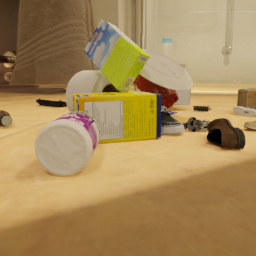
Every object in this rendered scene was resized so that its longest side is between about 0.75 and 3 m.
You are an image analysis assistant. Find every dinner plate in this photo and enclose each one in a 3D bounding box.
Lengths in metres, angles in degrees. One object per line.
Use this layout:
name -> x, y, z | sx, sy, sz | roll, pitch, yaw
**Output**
dinner plate -> 1.287, -2.373, 10.786 | 2.841, 0.344, 2.841 | 17, 37, -13

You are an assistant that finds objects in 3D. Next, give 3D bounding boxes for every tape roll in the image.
tape roll -> -1.223, -1.256, 11.525 | 1.531, 2.230, 2.230 | 11, 16, 39

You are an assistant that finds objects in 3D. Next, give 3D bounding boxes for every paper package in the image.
paper package -> 6.545, -1.467, 14.902 | 1.337, 1.274, 0.692 | -7, 13, -23

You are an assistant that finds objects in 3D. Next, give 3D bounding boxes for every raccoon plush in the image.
raccoon plush -> 2.583, -0.154, 10.506 | 0.743, 0.537, 1.110 | 5, 9, -17

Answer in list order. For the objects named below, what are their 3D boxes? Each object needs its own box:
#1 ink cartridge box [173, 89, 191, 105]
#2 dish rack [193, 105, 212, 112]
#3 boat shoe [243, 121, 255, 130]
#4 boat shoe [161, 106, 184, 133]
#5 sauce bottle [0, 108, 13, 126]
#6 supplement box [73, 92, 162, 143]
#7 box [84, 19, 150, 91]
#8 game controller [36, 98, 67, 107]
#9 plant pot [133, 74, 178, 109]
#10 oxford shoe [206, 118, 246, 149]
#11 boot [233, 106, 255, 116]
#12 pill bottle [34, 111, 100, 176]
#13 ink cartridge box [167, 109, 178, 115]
ink cartridge box -> 2.170, -1.978, 16.532 | 2.000, 1.137, 2.745 | 5, 3, -19
dish rack -> 4.171, -1.111, 15.624 | 0.862, 0.307, 1.124 | 8, 13, 29
boat shoe -> 5.204, -0.255, 10.619 | 1.857, 0.603, 0.670 | -3, 12, -16
boat shoe -> 1.123, -0.405, 10.547 | 0.998, 0.923, 2.703 | -5, 12, -23
sauce bottle -> -5.177, -0.419, 11.445 | 0.653, 0.653, 2.019 | -8, 16, -35
supplement box -> -0.393, -0.409, 9.212 | 2.669, 1.453, 1.462 | -4, 11, -17
box -> -0.480, -2.586, 9.856 | 0.579, 1.482, 2.430 | 5, 37, -50
game controller -> -4.722, -1.630, 17.742 | 2.260, 0.476, 1.179 | 8, 14, 31
plant pot -> 1.325, -1.814, 12.710 | 1.827, 1.777, 1.827 | -17, -25, -8
oxford shoe -> 2.751, 0.110, 8.574 | 0.837, 0.720, 1.982 | -2, 12, -3
boot -> 5.920, -0.855, 13.988 | 0.552, 0.444, 1.222 | -19, 29, -39
pill bottle -> -1.316, 0.234, 6.746 | 1.209, 1.209, 2.154 | 0, 11, 1
ink cartridge box -> 1.016, -0.983, 14.391 | 2.449, 0.575, 2.420 | 4, 10, 29
